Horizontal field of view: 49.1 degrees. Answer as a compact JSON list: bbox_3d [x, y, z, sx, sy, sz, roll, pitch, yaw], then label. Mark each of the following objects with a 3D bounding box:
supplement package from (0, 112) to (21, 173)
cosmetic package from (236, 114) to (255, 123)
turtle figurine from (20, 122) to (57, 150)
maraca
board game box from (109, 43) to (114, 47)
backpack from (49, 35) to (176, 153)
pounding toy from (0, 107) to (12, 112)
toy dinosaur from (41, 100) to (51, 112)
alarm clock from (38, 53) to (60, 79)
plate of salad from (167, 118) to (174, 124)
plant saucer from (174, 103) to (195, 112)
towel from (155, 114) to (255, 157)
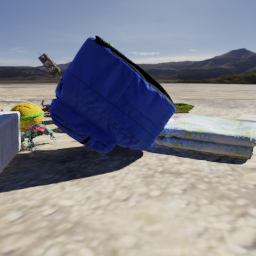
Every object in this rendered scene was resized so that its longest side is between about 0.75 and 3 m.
[{"bbox_3d":[-3.326,0.256,6.684,1.065,1.106,1.945,0,10,-9],"label":"supplement package"},{"bbox_3d":[4.424,-0.158,10.224,0.724,0.511,1.398,7,13,30],"label":"cosmetic package"},{"bbox_3d":[-2.616,0.190,8.242,1.394,0.702,1.044,2,10,38],"label":"turtle figurine"},{"bbox_3d":[-3.720,-0.387,10.130,1.325,1.034,1.933,-15,10,-19],"label":"maraca"},{"bbox_3d":[-0.632,-2.426,13.592,0.418,2.873,1.933,-12,32,35],"label":"board game box"},{"bbox_3d":[-0.465,-0.578,7.614,2.975,2.497,2.418,31,3,-18],"label":"backpack"},{"bbox_3d":[-4.813,-0.339,10.878,0.499,0.830,1.075,-23,6,24],"label":"pounding toy"},{"bbox_3d":[-3.833,-0.982,14.592,1.417,1.561,0.820,32,-14,-15],"label":"toy dinosaur"},{"bbox_3d":[-3.132,-2.559,11.021,0.469,0.951,1.410,-40,-18,-2],"label":"alarm clock"},{"bbox_3d":[0.860,-0.355,11.256,2.063,0.496,2.063,10,15,-3],"label":"plate of salad"},{"bbox_3d":[2.619,-1.099,15.190,1.480,0.355,1.482,-4,13,-16],"label":"plant saucer"},{"bbox_3d":[2.505,0.124,8.431,2.812,0.677,2.407,6,12,29],"label":"towel"}]
